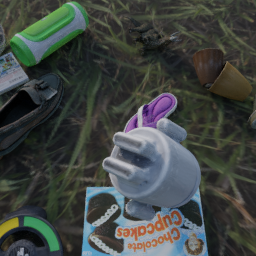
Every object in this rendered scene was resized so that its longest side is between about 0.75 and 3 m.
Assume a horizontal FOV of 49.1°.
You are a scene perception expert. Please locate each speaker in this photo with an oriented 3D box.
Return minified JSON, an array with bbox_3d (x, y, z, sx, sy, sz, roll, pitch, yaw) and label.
[{"bbox_3d":[-2.517,-3.103,9.185,1.128,1.128,2.550,37,66,20],"label":"speaker"}]

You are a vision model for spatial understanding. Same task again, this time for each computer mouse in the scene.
[{"bbox_3d":[-2.949,2.205,6.425,2.130,0.362,0.624,-12,61,-6],"label":"computer mouse"}]

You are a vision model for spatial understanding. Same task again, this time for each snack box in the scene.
[{"bbox_3d":[0.354,2.146,6.377,2.658,0.493,1.544,0,59,0],"label":"snack box"}]

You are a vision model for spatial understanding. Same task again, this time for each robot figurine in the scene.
[{"bbox_3d":[0.574,0.843,5.578,1.358,2.405,2.039,21,85,41],"label":"robot figurine"}]

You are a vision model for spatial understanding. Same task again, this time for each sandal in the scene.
[{"bbox_3d":[0.599,-0.320,7.834,0.877,0.530,2.156,31,64,17],"label":"sandal"}]

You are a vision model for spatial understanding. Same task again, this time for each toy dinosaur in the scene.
[{"bbox_3d":[0.670,-3.133,9.518,1.069,0.804,2.090,-28,55,-31],"label":"toy dinosaur"}]

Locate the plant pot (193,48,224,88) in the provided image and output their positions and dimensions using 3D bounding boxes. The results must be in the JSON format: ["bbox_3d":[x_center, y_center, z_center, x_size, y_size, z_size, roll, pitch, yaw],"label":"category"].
[{"bbox_3d":[2.435,-1.725,8.411,0.913,0.913,0.976,0,75,0],"label":"plant pot"}]

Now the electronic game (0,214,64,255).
[{"bbox_3d":[-2.238,2.726,5.911,1.759,0.366,1.759,-1,73,2],"label":"electronic game"}]

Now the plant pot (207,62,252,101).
[{"bbox_3d":[3.061,-1.265,8.244,1.046,0.975,0.975,33,64,4],"label":"plant pot"}]

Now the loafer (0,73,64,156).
[{"bbox_3d":[-2.758,-0.583,7.647,1.072,0.938,2.983,24,57,11],"label":"loafer"}]

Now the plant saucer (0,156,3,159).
[{"bbox_3d":[-3.888,0.577,7.500,1.294,0.191,1.294,0,60,0],"label":"plant saucer"}]

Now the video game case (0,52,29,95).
[{"bbox_3d":[-4.100,-1.628,8.836,1.519,0.167,1.385,-31,64,-16],"label":"video game case"}]

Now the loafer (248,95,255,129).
[{"bbox_3d":[3.839,-0.630,8.042,0.589,0.636,1.692,30,58,29],"label":"loafer"}]

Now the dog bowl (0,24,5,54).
[{"bbox_3d":[-4.999,-2.880,9.372,1.814,0.532,1.814,0,59,1],"label":"dog bowl"}]
